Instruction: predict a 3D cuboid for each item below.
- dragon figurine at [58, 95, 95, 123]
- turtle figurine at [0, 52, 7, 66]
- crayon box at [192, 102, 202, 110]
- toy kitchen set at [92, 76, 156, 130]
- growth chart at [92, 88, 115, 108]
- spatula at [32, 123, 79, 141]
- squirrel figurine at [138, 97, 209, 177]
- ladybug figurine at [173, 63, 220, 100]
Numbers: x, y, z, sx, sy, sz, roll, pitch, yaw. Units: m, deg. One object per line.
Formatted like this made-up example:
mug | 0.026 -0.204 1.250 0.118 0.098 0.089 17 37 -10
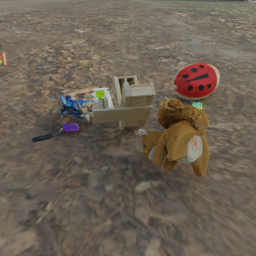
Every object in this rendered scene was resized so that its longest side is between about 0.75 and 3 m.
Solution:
dragon figurine | -1.756 -0.610 8.741 1.244 0.737 2.503 5 11 1
turtle figurine | -4.162 -1.081 7.610 1.751 0.699 2.172 -19 52 44
crayon box | 2.114 -0.297 8.745 0.305 0.622 1.047 4 34 18
toy kitchen set | -0.308 -1.101 8.245 1.630 1.998 1.803 -6 66 -9
growth chart | -0.879 -0.998 9.984 0.699 0.966 0.086 -16 -10 -20
spatula | -2.184 0.145 8.428 1.431 0.147 0.405 -21 40 -15
squirrel figurine | 1.087 0.180 6.994 1.263 1.784 1.665 22 -9 -34
ladybug figurine | 2.649 -1.811 10.645 2.055 1.395 0.739 -23 -3 -16
